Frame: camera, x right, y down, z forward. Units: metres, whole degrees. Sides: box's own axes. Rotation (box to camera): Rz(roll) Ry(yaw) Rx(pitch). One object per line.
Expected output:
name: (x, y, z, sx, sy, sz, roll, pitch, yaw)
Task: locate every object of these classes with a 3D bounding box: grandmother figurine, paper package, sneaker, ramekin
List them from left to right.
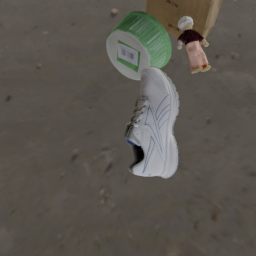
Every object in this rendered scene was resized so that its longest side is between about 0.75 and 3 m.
ramekin: (0.179, -1.705, 6.036, 1.375, 1.375, 0.671, 31, 58, 20)
sneaker: (0.336, -0.089, 4.324, 0.775, 0.663, 1.779, -1, 85, -25)
paper package: (1.274, -2.947, 6.520, 1.630, 1.554, 0.843, 28, 68, 15)
grandmother figurine: (1.036, -1.379, 4.584, 0.577, 0.288, 0.951, -11, 82, -31)
